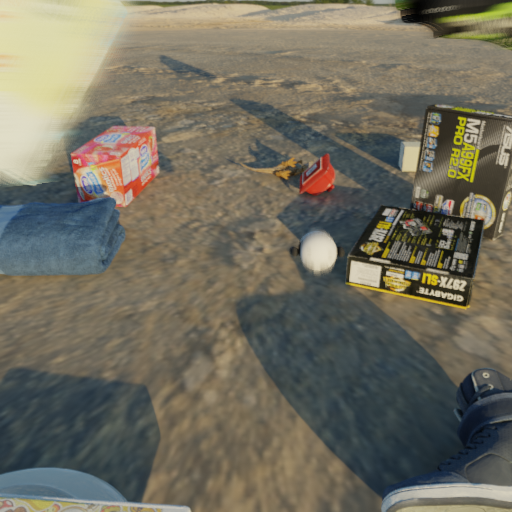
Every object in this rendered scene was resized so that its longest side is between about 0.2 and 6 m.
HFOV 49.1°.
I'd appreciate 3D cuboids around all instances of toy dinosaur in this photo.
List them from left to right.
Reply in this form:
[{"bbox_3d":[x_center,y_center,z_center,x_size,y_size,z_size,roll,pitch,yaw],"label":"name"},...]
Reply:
[{"bbox_3d":[0.529,-1.920,12.659,1.650,0.498,0.876,-2,2,-14],"label":"toy dinosaur"}]

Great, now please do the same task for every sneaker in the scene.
[{"bbox_3d":[1.831,1.701,4.919,1.970,0.749,1.423,3,36,-15],"label":"sneaker"},{"bbox_3d":[3.366,-3.694,8.879,1.161,1.006,2.804,-38,49,-7],"label":"sneaker"}]

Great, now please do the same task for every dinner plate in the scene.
[{"bbox_3d":[-1.955,2.406,4.270,2.160,0.262,2.160,1,27,-1],"label":"dinner plate"}]

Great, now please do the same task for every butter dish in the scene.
[{"bbox_3d":[1.366,-1.581,11.707,0.622,0.841,0.839,38,31,-21],"label":"butter dish"}]

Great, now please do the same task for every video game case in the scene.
[{"bbox_3d":[-1.372,2.354,3.902,1.622,0.186,1.476,3,27,2],"label":"video game case"}]

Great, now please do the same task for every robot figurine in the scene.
[{"bbox_3d":[0.636,-0.050,5.865,0.465,0.387,0.620,-38,6,5],"label":"robot figurine"}]

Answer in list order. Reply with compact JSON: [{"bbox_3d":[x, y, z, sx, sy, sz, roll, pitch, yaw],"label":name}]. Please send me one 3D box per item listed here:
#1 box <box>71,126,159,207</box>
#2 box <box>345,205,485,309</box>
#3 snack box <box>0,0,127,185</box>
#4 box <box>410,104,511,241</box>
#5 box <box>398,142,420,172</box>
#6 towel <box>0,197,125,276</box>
[{"bbox_3d":[-2.899,-1.941,11.821,1.053,1.099,2.205,4,28,8],"label":"box"},{"bbox_3d":[2.570,-0.088,8.821,1.779,0.550,2.229,9,28,21],"label":"box"},{"bbox_3d":[-2.132,-1.739,5.172,1.090,1.877,0.348,30,5,-3],"label":"snack box"},{"bbox_3d":[3.686,-1.509,9.887,1.670,2.085,0.461,24,33,38],"label":"box"},{"bbox_3d":[4.161,-2.310,13.089,1.537,0.632,0.526,3,27,4],"label":"box"},{"bbox_3d":[-3.838,-0.314,8.997,3.175,0.771,1.773,0,28,-1],"label":"towel"}]
